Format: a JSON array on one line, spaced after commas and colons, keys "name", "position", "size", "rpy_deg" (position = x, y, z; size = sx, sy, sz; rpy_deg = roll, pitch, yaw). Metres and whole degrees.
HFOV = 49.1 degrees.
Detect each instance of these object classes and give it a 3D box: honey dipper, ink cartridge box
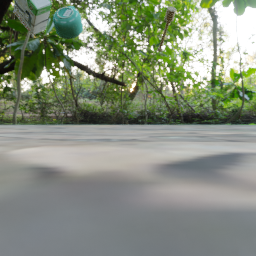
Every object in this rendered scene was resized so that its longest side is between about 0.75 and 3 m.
[{"name": "honey dipper", "position": [1.268, -3.275, 9.478], "size": [0.311, 0.311, 1.640], "rpy_deg": [0, -36, -10]}, {"name": "ink cartridge box", "position": [-3.011, -3.755, 8.776], "size": [0.582, 1.011, 1.385], "rpy_deg": [-39, 2, -29]}]

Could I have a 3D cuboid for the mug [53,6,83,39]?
[{"name": "mug", "position": [-1.379, -2.440, 6.294], "size": [0.627, 0.763, 0.472], "rpy_deg": [-24, -27, -10]}]
